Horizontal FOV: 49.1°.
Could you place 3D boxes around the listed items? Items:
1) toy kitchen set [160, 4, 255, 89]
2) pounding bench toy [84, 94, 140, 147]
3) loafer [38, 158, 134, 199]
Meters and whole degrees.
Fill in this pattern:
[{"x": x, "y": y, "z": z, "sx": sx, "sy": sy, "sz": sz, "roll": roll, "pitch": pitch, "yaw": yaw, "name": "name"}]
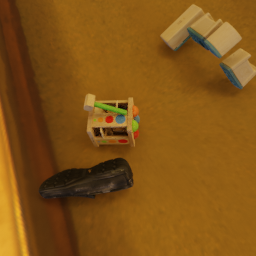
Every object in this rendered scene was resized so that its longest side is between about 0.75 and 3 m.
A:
[{"x": 2.591, "y": -2.441, "z": 9.129, "sx": 1.492, "sy": 2.029, "sz": 2.533, "roll": -41, "pitch": 38, "yaw": 13, "name": "toy kitchen set"}, {"x": -0.383, "y": -0.290, "z": 7.675, "sx": 1.336, "sy": 1.713, "sz": 1.064, "roll": -1, "pitch": 63, "yaw": 7, "name": "pounding bench toy"}, {"x": -1.094, "y": 1.507, "z": 7.362, "sx": 2.537, "sy": 0.891, "sz": 0.861, "roll": -14, "pitch": 24, "yaw": 7, "name": "loafer"}]
